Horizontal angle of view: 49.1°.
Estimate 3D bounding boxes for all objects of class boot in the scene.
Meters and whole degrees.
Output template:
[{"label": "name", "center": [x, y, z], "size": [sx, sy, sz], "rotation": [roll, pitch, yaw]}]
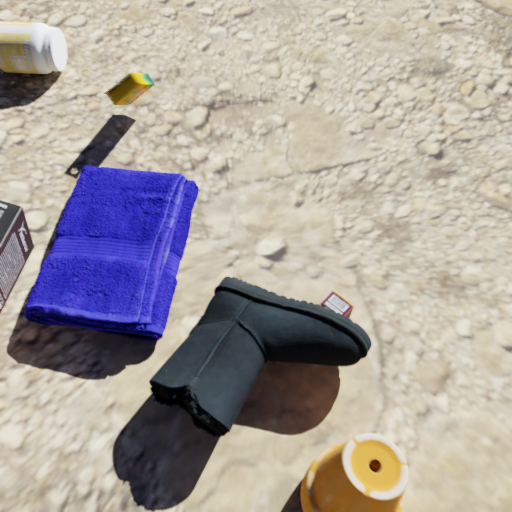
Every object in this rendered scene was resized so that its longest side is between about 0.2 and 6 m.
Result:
[{"label": "boot", "center": [0.049, 1.666, 8.227], "size": [2.711, 1.035, 2.278], "rotation": [19, 57, 19]}]

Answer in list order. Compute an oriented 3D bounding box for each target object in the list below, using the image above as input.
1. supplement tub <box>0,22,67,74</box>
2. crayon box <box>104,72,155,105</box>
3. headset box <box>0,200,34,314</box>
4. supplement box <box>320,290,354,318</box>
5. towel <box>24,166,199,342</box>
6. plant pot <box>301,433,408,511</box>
[{"label": "supplement tub", "center": [-4.892, -4.430, 11.950], "size": [1.411, 1.026, 1.026], "rotation": [3, 59, 2]}, {"label": "crayon box", "center": [-2.475, -3.267, 10.972], "size": [0.699, 1.101, 0.280], "rotation": [-33, 99, 16]}, {"label": "headset box", "center": [-5.527, 0.710, 8.325], "size": [2.845, 1.476, 3.823], "rotation": [16, 61, -4]}, {"label": "supplement box", "center": [1.249, 0.914, 8.930], "size": [0.433, 0.661, 0.341], "rotation": [37, 65, 20]}, {"label": "towel", "center": [-2.377, -0.206, 9.537], "size": [2.327, 0.781, 3.152], "rotation": [8, 59, 4]}, {"label": "plant pot", "center": [1.353, 2.938, 7.212], "size": [1.327, 1.215, 1.327], "rotation": [7, 47, -7]}]
